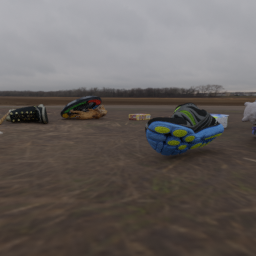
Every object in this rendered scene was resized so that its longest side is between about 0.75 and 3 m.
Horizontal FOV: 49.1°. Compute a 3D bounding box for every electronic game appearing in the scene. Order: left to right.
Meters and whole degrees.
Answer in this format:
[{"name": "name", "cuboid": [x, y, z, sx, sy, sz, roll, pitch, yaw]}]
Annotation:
[{"name": "electronic game", "cuboid": [-2.666, -1.159, 16.037, 2.473, 0.515, 2.473, -22, -10, -4]}]

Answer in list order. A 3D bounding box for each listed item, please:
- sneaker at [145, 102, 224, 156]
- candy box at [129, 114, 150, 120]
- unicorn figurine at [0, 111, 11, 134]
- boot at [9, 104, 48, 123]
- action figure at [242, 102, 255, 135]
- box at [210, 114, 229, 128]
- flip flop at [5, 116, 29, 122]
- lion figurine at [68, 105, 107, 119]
[{"name": "sneaker", "cuboid": [1.104, -0.031, 5.813, 2.248, 0.932, 0.797, -6, -36, -44]}, {"name": "candy box", "cuboid": [0.655, -0.622, 15.659, 1.098, 0.310, 0.641, -8, 11, -44]}, {"name": "unicorn figurine", "cuboid": [-4.006, 0.158, 6.428, 2.262, 0.835, 1.554, -23, 29, -37]}, {"name": "boot", "cuboid": [-4.717, -0.560, 13.269, 1.676, 0.801, 2.219, -12, 17, -19]}, {"name": "action figure", "cuboid": [4.152, -0.235, 7.082, 2.602, 1.407, 2.690, 8, 5, 0]}, {"name": "box", "cuboid": [2.853, -0.238, 10.731, 1.334, 0.521, 2.188, 7, 9, 39]}, {"name": "flip flop", "cuboid": [-5.331, -0.649, 14.518, 2.034, 0.586, 0.825, 0, 6, 3]}, {"name": "lion figurine", "cuboid": [-2.260, -0.769, 15.924, 1.262, 0.747, 2.060, 16, 29, 43]}]
